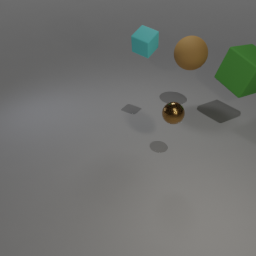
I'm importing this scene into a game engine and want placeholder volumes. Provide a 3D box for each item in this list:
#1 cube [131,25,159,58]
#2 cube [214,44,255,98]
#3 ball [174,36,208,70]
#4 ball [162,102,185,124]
[{"bbox_3d":[0.596,-3.006,9.763,0.700,0.700,0.700,29,64,20],"label":"cube"},{"bbox_3d":[4.524,-2.218,10.785,1.400,1.400,1.400,-16,53,-31],"label":"cube"},{"bbox_3d":[2.621,-3.120,11.689,1.400,1.400,1.400,0,31,0],"label":"ball"},{"bbox_3d":[1.406,-0.462,8.689,0.700,0.700,0.700,0,31,0],"label":"ball"}]
